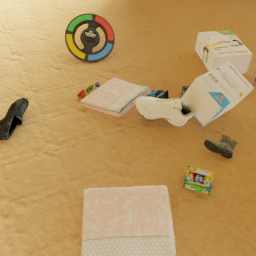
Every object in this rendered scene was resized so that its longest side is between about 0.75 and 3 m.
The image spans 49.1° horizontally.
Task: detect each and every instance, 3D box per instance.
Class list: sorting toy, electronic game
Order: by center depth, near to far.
[{"bbox_3d":[-1.745,-1.693,13.203,0.472,0.475,1.369,48,54,5],"label":"sorting toy"},{"bbox_3d":[-2.076,-4.950,15.377,2.738,0.570,2.738,1,85,-8],"label":"electronic game"}]

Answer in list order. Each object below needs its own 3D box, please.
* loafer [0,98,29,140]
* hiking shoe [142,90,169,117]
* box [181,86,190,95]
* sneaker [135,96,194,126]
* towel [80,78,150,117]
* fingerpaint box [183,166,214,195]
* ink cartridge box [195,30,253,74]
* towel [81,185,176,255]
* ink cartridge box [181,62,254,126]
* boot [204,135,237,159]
[{"bbox_3d":[-4.636,-0.370,11.499,0.782,0.756,2.227,15,50,8],"label":"loafer"},{"bbox_3d":[1.038,-1.043,12.302,0.872,0.749,2.013,11,37,33],"label":"hiking shoe"},{"bbox_3d":[3.404,-1.441,12.817,1.626,0.415,1.282,-5,43,-7],"label":"box"},{"bbox_3d":[1.521,-0.873,11.013,2.479,1.232,0.966,11,63,-22],"label":"sneaker"},{"bbox_3d":[-0.558,-1.476,12.649,2.291,0.387,2.399,19,44,32],"label":"towel"},{"bbox_3d":[2.394,1.760,9.508,0.907,0.333,0.757,14,45,15],"label":"fingerpaint box"},{"bbox_3d":[5.050,-4.084,15.048,1.986,1.152,2.743,-6,45,-6],"label":"ink cartridge box"},{"bbox_3d":[-0.024,2.842,8.301,2.720,0.438,2.598,-1,43,-2],"label":"towel"},{"bbox_3d":[3.578,-1.383,11.325,2.070,1.512,1.519,-28,73,-28],"label":"ink cartridge box"},{"bbox_3d":[3.469,0.580,10.538,1.205,0.408,0.787,29,56,1],"label":"boot"}]
